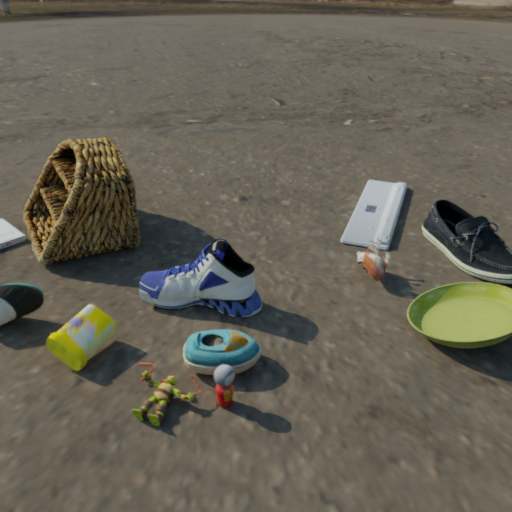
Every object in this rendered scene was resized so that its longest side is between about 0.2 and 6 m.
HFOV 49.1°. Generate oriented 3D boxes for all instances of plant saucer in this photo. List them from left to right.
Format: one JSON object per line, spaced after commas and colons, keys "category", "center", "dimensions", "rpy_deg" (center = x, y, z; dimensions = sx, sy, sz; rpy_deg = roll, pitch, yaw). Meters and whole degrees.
{"category": "plant saucer", "center": [3.371, 0.967, 8.950], "dimensions": [1.832, 0.285, 1.832], "rpy_deg": [-12, 21, 5]}

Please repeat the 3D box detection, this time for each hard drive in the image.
{"category": "hard drive", "center": [-5.497, -0.450, 11.900], "dimensions": [0.745, 0.151, 1.130], "rpy_deg": [-26, 39, -38]}

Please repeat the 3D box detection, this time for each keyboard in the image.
{"category": "keyboard", "center": [2.797, -1.043, 12.972], "dimensions": [0.999, 0.189, 3.550], "rpy_deg": [5, 29, 19]}

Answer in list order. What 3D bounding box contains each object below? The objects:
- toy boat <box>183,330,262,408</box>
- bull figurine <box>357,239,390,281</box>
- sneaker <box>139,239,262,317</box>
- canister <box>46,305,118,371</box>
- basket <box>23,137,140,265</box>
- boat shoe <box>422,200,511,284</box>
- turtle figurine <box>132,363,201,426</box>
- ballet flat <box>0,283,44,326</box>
{"category": "toy boat", "center": [-0.469, 1.484, 8.017], "dimensions": [1.165, 0.644, 1.386], "rpy_deg": [-3, 30, -6]}
{"category": "bull figurine", "center": [2.170, 0.060, 10.414], "dimensions": [0.336, 0.626, 1.030], "rpy_deg": [5, 25, -13]}
{"category": "sneaker", "center": [-0.908, 0.261, 9.579], "dimensions": [2.094, 1.209, 0.846], "rpy_deg": [6, 27, 9]}
{"category": "canister", "center": [-2.608, 1.211, 8.480], "dimensions": [0.655, 0.382, 0.882], "rpy_deg": [36, 43, 5]}
{"category": "basket", "center": [-3.798, -1.341, 11.606], "dimensions": [2.072, 1.985, 2.781], "rpy_deg": [-12, 32, -22]}
{"category": "boat shoe", "center": [4.251, -0.311, 10.978], "dimensions": [1.009, 0.842, 2.704], "rpy_deg": [-9, 32, -19]}
{"category": "turtle figurine", "center": [-1.329, 1.890, 7.627], "dimensions": [1.000, 0.322, 0.807], "rpy_deg": [22, 44, 14]}
{"category": "ballet flat", "center": [-4.466, 0.883, 9.158], "dimensions": [2.002, 0.681, 0.685], "rpy_deg": [-4, 38, 14]}
